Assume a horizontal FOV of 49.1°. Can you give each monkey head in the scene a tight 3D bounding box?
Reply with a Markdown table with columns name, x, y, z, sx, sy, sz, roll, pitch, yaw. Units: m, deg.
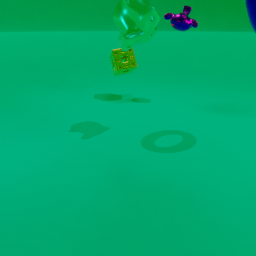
| name | x | y | z | sx | sy | sz | roll | pitch | yaw |
| --- | --- | --- | --- | --- | --- | --- | --- | --- | --- |
| monkey head | 1.933 | -3.867 | 9.832 | 1.240 | 0.892 | 0.747 | 22 | 19 | 14 |
| monkey head | 0.037 | -2.530 | 6.740 | 1.120 | 1.859 | 1.337 | 39 | 66 | 14 |

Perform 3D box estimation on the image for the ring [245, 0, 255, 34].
| name | x | y | z | sx | sy | sz | roll | pitch | yaw |
| --- | --- | --- | --- | --- | --- | --- | --- | --- | --- |
| ring | 2.753 | -2.685 | 5.602 | 0.352 | 1.760 | 1.760 | 1 | 17 | 41 |

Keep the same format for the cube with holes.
| name | x | y | z | sx | sy | sz | roll | pitch | yaw |
| --- | --- | --- | --- | --- | --- | --- | --- | --- | --- |
| cube with holes | -0.198 | -2.687 | 11.343 | 0.843 | 0.843 | 0.843 | -14 | -1 | -11 |
